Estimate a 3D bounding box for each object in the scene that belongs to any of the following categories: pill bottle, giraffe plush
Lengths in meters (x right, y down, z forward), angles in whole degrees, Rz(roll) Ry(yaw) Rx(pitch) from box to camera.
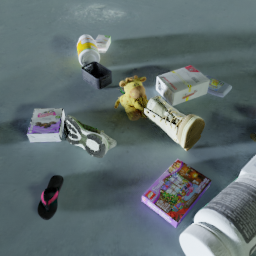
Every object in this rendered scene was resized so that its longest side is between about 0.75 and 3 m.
[{"bbox_3d":[3.001,2.706,7.987,2.968,1.678,1.678,-29,52,-27],"label":"pill bottle"},{"bbox_3d":[-2.179,-4.222,15.159,1.099,1.099,1.979,-8,46,-8],"label":"pill bottle"},{"bbox_3d":[0.310,-1.449,12.058,1.839,1.491,1.587,31,49,21],"label":"giraffe plush"}]

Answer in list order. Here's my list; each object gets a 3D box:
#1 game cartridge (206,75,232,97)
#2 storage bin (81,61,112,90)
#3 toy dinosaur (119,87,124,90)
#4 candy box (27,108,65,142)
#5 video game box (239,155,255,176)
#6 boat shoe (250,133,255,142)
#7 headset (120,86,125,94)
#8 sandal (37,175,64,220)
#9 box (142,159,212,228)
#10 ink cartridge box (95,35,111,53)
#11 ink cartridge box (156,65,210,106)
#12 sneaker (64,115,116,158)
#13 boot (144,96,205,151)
[{"bbox_3d":[4.166,-2.036,13.623,1.474,0.298,0.983,32,57,27],"label":"game cartridge"},{"bbox_3d":[-1.550,-2.622,13.918,0.954,0.661,1.411,-34,56,-29],"label":"storage bin"},{"bbox_3d":[-0.053,-1.982,13.604,0.943,0.224,0.415,-26,37,-23],"label":"toy dinosaur"},{"bbox_3d":[-3.336,-0.138,11.565,1.257,0.536,1.499,-2,46,-2],"label":"candy box"},{"bbox_3d":[5.823,1.534,9.587,2.975,0.696,2.710,-37,56,-23],"label":"video game box"},{"bbox_3d":[5.351,0.447,11.177,0.919,0.328,0.302,31,43,27],"label":"boat shoe"},{"bbox_3d":[0.075,-1.746,12.778,0.925,0.571,0.435,5,38,-3],"label":"headset"},{"bbox_3d":[-2.602,2.230,9.359,0.644,0.386,1.714,3,46,3],"label":"sandal"},{"bbox_3d":[1.655,2.114,9.449,1.421,0.406,2.076,32,54,27],"label":"box"},{"bbox_3d":[-1.514,-4.892,16.277,0.769,0.442,1.312,8,46,8],"label":"ink cartridge box"},{"bbox_3d":[2.531,-2.017,13.180,2.026,0.845,1.471,-20,48,-19],"label":"ink cartridge box"},{"bbox_3d":[-1.531,0.292,11.119,2.648,1.018,1.173,33,25,30],"label":"sneaker"},{"bbox_3d":[1.560,-0.328,10.013,1.047,2.905,2.246,-45,72,-1],"label":"boot"}]
